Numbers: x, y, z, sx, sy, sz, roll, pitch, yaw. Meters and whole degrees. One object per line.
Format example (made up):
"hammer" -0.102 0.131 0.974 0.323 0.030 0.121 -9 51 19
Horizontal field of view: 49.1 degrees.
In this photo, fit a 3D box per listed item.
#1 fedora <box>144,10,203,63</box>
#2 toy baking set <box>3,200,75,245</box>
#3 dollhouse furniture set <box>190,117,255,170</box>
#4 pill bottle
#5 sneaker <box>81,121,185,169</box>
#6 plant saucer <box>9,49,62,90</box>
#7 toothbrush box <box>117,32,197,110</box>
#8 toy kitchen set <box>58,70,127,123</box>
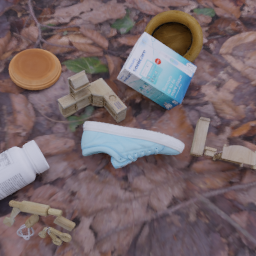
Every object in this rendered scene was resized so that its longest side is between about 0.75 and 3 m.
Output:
"fedora" 1.527 -2.991 9.621 2.049 2.049 0.836 19 21 9
"toy baking set" -2.250 2.333 6.776 2.067 1.586 0.241 10 37 10
"dollhouse furniture set" 3.051 0.469 7.661 2.392 1.240 1.059 13 83 8
"pill bottle" -3.207 1.185 7.563 1.918 1.087 1.087 -29 67 -15
"sneaker" 0.078 0.620 7.996 2.930 1.083 1.200 9 84 11
"plant saucer" -3.148 -2.074 9.502 1.727 0.323 1.727 4 62 -8
"toothbrush box" 0.905 -1.726 8.697 2.000 0.853 1.464 31 70 -10
"toy kitchen set" -1.066 -0.760 8.316 1.581 1.290 1.426 -31 67 -22
